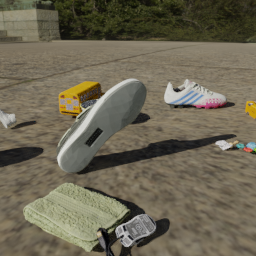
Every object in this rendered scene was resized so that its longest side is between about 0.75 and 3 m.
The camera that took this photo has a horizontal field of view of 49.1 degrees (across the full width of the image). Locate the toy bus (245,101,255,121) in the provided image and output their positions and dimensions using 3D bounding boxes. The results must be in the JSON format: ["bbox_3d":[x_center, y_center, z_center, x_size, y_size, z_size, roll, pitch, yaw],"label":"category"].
[{"bbox_3d":[4.666,-0.607,10.098,0.510,0.424,1.303,0,21,-2],"label":"toy bus"}]

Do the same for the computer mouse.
[{"bbox_3d":[0.011,1.681,4.366,1.037,0.228,0.569,-10,47,-37],"label":"computer mouse"}]

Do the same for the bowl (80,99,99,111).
[{"bbox_3d":[-0.871,-0.484,9.430,1.417,0.665,1.417,-1,21,0],"label":"bowl"}]

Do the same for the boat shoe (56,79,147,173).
[{"bbox_3d":[-0.700,-0.175,6.362,2.609,0.922,0.831,-45,36,3],"label":"boat shoe"}]

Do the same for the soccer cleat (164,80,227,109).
[{"bbox_3d":[2.729,-1.358,11.100,2.538,1.096,0.887,-1,21,-4],"label":"soccer cleat"}]

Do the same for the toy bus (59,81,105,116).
[{"bbox_3d":[-1.648,-1.131,10.643,0.824,0.991,2.532,6,22,15],"label":"toy bus"}]

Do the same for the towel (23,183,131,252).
[{"bbox_3d":[-0.890,1.458,4.911,1.620,0.296,1.202,13,24,30],"label":"towel"}]

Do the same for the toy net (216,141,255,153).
[{"bbox_3d":[2.920,0.538,7.452,1.122,0.217,0.588,2,24,9],"label":"toy net"}]

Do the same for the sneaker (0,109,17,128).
[{"bbox_3d":[-3.928,-0.401,9.078,0.447,0.773,0.285,-32,-5,-35],"label":"sneaker"}]
